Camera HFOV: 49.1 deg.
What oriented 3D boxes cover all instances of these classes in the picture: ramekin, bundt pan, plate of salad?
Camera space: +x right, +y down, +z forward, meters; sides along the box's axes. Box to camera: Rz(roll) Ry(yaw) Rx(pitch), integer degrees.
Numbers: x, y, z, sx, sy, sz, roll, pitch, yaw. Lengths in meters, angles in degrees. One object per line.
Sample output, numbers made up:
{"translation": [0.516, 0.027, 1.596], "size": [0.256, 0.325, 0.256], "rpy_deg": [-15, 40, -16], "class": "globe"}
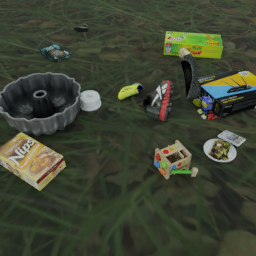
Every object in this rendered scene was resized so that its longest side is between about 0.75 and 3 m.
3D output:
{"translation": [-1.467, -1.067, 10.702], "size": [0.856, 0.417, 0.856], "rpy_deg": [0, 43, 0], "class": "ramekin"}
{"translation": [-3.010, -0.793, 9.920], "size": [2.850, 1.070, 2.850], "rpy_deg": [0, 43, 0], "class": "bundt pan"}
{"translation": [2.937, 0.669, 8.920], "size": [1.021, 0.245, 1.021], "rpy_deg": [1, 43, 0], "class": "plate of salad"}

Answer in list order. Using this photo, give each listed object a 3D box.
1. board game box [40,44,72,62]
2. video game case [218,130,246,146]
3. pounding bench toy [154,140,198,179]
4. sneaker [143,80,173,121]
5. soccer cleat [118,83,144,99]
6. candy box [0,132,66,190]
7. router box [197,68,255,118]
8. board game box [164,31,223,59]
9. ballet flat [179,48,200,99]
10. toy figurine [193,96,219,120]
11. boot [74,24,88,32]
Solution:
{"translation": [-3.552, -3.677, 13.740], "size": [0.931, 0.194, 1.377], "rpy_deg": [-34, 52, -31], "class": "board game box"}
{"translation": [3.414, 0.329, 9.206], "size": [0.711, 0.092, 0.781], "rpy_deg": [30, 27, 29], "class": "video game case"}
{"translation": [1.364, 1.072, 8.136], "size": [0.878, 0.699, 1.125], "rpy_deg": [-20, 46, -21], "class": "pounding bench toy"}
{"translation": [1.116, -1.147, 10.516], "size": [1.061, 0.768, 2.172], "rpy_deg": [9, 44, 7], "class": "sneaker"}
{"translation": [0.128, -1.459, 11.136], "size": [0.512, 0.396, 1.223], "rpy_deg": [30, 49, 35], "class": "soccer cleat"}
{"translation": [-2.939, 0.950, 8.396], "size": [1.870, 0.517, 1.080], "rpy_deg": [25, 49, 24], "class": "candy box"}
{"translation": [4.042, -1.423, 10.856], "size": [2.547, 0.650, 1.900], "rpy_deg": [-15, 44, -20], "class": "router box"}
{"translation": [3.195, -4.148, 13.916], "size": [2.728, 0.649, 1.386], "rpy_deg": [6, 43, 6], "class": "board game box"}
{"translation": [2.140, -1.921, 9.945], "size": [0.520, 1.831, 0.608], "rpy_deg": [-23, 14, -23], "class": "ballet flat"}
{"translation": [2.922, -0.944, 10.320], "size": [0.643, 0.730, 1.219], "rpy_deg": [-8, 43, -12], "class": "toy figurine"}
{"translation": [-2.664, -5.691, 15.892], "size": [0.819, 0.296, 0.618], "rpy_deg": [0, 40, -9], "class": "boot"}
